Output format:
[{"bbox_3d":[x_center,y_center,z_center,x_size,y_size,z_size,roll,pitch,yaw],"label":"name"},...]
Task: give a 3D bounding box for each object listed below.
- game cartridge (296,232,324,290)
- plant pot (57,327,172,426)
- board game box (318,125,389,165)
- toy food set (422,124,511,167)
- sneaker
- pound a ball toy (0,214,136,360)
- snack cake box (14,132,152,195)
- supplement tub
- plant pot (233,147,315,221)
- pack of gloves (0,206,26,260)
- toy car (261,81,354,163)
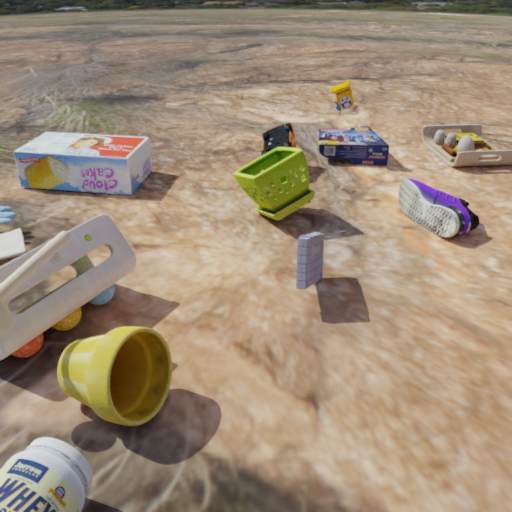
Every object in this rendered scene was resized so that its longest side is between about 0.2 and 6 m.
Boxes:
[{"bbox_3d":[0.860,0.048,8.928,0.240,0.810,1.249,0,5,18],"label":"game cartridge"},{"bbox_3d":[-1.779,1.410,6.801,1.069,1.136,1.136,0,26,30],"label":"plant pot"},{"bbox_3d":[2.539,-2.985,14.907,1.779,0.549,1.778,3,29,6],"label":"board game box"},{"bbox_3d":[5.652,-3.030,14.792,1.742,0.733,2.427,-3,30,-5],"label":"toy food set"},{"bbox_3d":[3.729,-0.985,11.389,0.985,0.689,1.980,-7,35,-21],"label":"sneaker"},{"bbox_3d":[-2.871,0.513,7.787,1.936,1.261,2.969,-23,12,39],"label":"pound a ball toy"},{"bbox_3d":[-3.998,-2.216,13.199,2.710,0.910,1.558,5,28,8],"label":"snack cake box"},{"bbox_3d":[-2.156,2.395,5.199,0.871,0.871,1.201,9,31,15],"label":"supplement tub"},{"bbox_3d":[0.424,-1.430,11.297,1.194,1.089,1.200,-31,21,-13],"label":"plant pot"},{"bbox_3d":[-5.471,-0.082,10.165,2.422,0.478,2.034,-19,40,-18],"label":"pack of gloves"},{"bbox_3d":[1.387,-2.995,13.704,2.758,0.918,1.353,-29,42,9],"label":"toy car"}]
